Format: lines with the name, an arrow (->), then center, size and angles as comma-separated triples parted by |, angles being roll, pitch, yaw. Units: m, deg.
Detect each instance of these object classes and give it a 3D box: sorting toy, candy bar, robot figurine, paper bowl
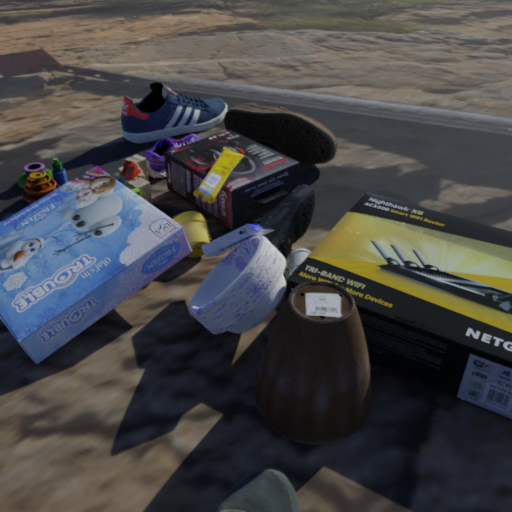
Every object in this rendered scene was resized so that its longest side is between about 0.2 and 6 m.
sorting toy -> -4.863, -1.803, 12.694 | 1.049, 0.716, 1.745 | -17, 39, -22
candy bar -> -0.728, -1.649, 11.157 | 0.459, 0.204, 1.841 | 25, 45, 0
robot figurine -> 0.828, 0.197, 10.101 | 0.725, 0.482, 0.854 | -27, 31, 18
paper bowl -> -0.204, 0.549, 8.872 | 1.679, 0.873, 1.679 | -40, 15, 13

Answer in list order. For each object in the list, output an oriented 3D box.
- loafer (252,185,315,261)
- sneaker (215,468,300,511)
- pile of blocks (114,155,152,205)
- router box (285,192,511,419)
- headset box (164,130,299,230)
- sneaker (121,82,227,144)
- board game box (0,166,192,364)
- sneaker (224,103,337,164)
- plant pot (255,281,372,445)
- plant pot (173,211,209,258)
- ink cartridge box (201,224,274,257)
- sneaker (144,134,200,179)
loafer -> 0.356, -0.524, 10.615 | 0.916, 0.886, 2.610 | 16, 49, 24
sneaker -> -0.288, 3.191, 5.229 | 1.140, 1.295, 3.060 | 14, 38, 17
pile of blocks -> -2.813, -1.424, 11.998 | 1.210, 0.916, 2.947 | -9, 36, -13
router box -> 2.992, 0.578, 9.035 | 4.108, 1.073, 3.230 | 19, 40, 24
headset box -> -0.459, -1.700, 12.308 | 1.959, 0.989, 2.636 | -27, 43, -32
sneaker -> -2.190, -4.142, 15.404 | 3.243, 1.370, 1.216 | -25, 42, -31
board game box -> -3.244, -0.081, 9.761 | 3.077, 0.667, 3.062 | -38, 49, -22
sneaker -> 0.798, -3.382, 14.475 | 3.453, 1.216, 1.304 | 26, 42, 30
plant pot -> 0.819, 1.281, 7.488 | 1.657, 1.773, 1.657 | 0, 36, 0
plant pot -> -1.231, -0.362, 10.747 | 0.743, 0.743, 0.699 | -17, 54, -22
ink cartridge box -> -0.312, -0.304, 9.556 | 1.171, 0.230, 0.582 | -23, -7, 17
sneaker -> -1.971, -2.583, 13.698 | 0.798, 0.826, 1.979 | 19, 39, 24
